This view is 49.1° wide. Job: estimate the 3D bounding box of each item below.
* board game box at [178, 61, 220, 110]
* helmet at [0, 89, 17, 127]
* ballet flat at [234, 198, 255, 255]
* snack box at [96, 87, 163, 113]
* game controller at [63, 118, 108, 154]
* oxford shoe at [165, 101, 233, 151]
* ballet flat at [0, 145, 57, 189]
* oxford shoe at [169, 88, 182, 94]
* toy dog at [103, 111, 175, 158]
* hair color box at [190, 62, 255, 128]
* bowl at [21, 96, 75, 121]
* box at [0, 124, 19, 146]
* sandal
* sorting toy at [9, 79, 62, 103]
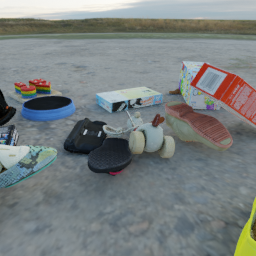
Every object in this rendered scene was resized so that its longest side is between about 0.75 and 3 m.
[{"bbox_3d":[3.142,-1.923,12.276,1.343,1.319,2.561,3,28,-2],"label":"board game box"},{"bbox_3d":[-4.864,-0.775,9.434,1.748,1.833,1.833,12,26,38],"label":"helmet"},{"bbox_3d":[2.637,1.577,4.925,0.968,0.971,2.898,18,29,31],"label":"ballet flat"},{"bbox_3d":[0.055,-1.279,12.160,2.534,0.470,1.472,-13,26,-27],"label":"snack box"},{"bbox_3d":[-1.266,0.237,8.886,1.108,0.447,2.124,15,24,-1],"label":"game controller"},{"bbox_3d":[2.059,0.064,8.479,0.892,0.930,2.520,-16,37,-26],"label":"oxford shoe"},{"bbox_3d":[-2.791,0.880,5.724,2.706,1.004,1.004,-31,35,-24],"label":"ballet flat"},{"bbox_3d":[2.363,-1.796,13.626,0.784,0.279,0.280,-2,25,0],"label":"oxford shoe"},{"bbox_3d":[0.480,-0.082,8.315,1.651,1.205,2.503,0,21,-36],"label":"toy dog"},{"bbox_3d":[3.525,-0.861,8.853,2.865,0.916,1.589,27,12,-31],"label":"hair color box"},{"bbox_3d":[-3.195,-0.843,11.246,2.091,0.410,2.091,0,23,0],"label":"bowl"},{"bbox_3d":[-3.915,0.681,7.226,1.874,0.466,1.860,-13,32,-7],"label":"box"},{"bbox_3d":[-0.394,0.807,7.393,1.023,0.614,2.725,7,9,3],"label":"sandal"},{"bbox_3d":[-4.386,-1.798,13.152,1.836,0.639,1.825,-20,30,-39],"label":"sorting toy"}]
